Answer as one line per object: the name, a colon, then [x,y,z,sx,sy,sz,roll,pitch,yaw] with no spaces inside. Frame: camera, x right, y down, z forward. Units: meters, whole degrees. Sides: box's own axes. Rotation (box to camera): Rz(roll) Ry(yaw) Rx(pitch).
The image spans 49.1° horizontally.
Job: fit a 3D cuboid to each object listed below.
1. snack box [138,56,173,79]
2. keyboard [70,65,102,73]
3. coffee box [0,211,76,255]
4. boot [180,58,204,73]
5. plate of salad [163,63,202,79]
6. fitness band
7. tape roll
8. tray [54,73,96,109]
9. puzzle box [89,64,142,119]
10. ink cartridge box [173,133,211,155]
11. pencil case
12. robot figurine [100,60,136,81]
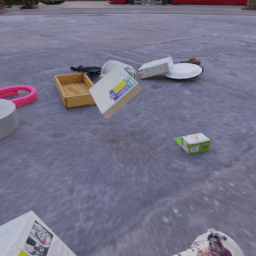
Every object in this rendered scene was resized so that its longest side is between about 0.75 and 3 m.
snack box: [1.299,-2.800,12.972,1.428,0.483,1.204,-12,23,24]
keyboard: [-1.994,-2.798,13.188,1.384,0.224,2.178,7,15,13]
coffee box: [-1.471,1.951,3.586,1.053,1.043,1.055,-29,20,20]
boot: [3.472,-3.212,14.279,1.352,0.466,1.451,29,30,26]
plate of salad: [2.520,-2.588,13.011,1.786,0.429,1.786,-5,32,3]
fitness band: [-4.410,-1.144,10.454,1.981,0.371,1.423,-24,36,-35]
tape roll: [-4.371,-0.243,8.477,1.935,0.639,1.935,0,27,0]
tray: [-2.057,-1.547,11.089,1.311,0.492,2.658,-10,29,-18]
puzzle box: [-0.406,-1.044,7.631,1.189,0.227,1.787,-40,33,5]
ink cartridge box: [1.741,0.324,7.745,0.647,0.332,0.875,-10,31,-18]
pencil case: [0.465,2.173,3.642,2.404,0.935,1.075,-14,51,-24]
robot figurine: [-0.423,-2.262,11.829,1.530,1.019,1.804,-21,35,-35]
